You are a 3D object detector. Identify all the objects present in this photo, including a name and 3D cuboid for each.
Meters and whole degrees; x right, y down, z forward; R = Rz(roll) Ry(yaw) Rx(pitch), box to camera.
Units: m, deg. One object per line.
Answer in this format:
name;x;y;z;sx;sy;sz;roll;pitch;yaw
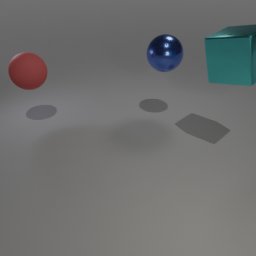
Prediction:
cube;3.291;-2.178;8.294;1.400;1.400;1.400;-32;31;-34
ball;1.412;-2.852;10.722;1.400;1.400;1.400;0;30;0
ball;-3.782;-2.150;10.624;1.400;1.400;1.400;0;30;0
